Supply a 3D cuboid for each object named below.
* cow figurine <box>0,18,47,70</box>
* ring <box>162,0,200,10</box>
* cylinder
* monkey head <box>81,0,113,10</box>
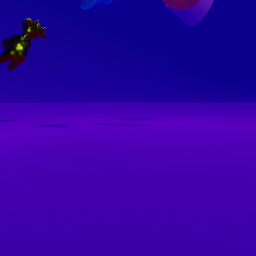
[{"bbox_3d":[-3.271,-2.647,8.732,1.488,1.512,0.830,-21,-39,24],"label":"cow figurine"},{"bbox_3d":[1.306,-3.701,6.887,1.480,1.480,0.296,5,30,40],"label":"ring"},{"bbox_3d":[1.997,-4.128,9.138,1.119,1.119,1.119,30,-4,-18],"label":"cylinder"},{"bbox_3d":[-0.501,-3.299,6.545,1.055,0.884,1.466,25,53,24],"label":"monkey head"}]
